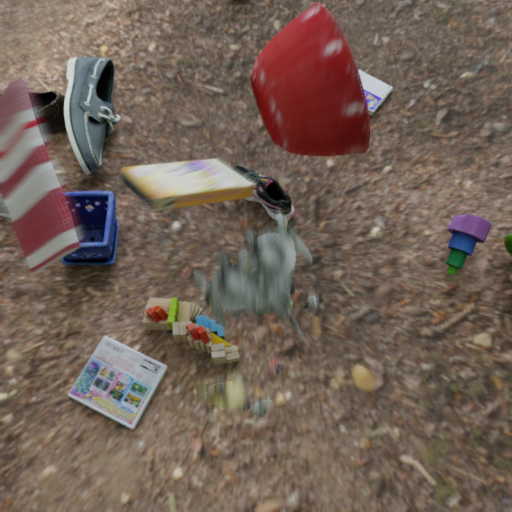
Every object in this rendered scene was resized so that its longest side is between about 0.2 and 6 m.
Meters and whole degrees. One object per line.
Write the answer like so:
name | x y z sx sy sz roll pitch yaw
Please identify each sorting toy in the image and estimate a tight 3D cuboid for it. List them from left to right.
sorting toy | 5.618 0.573 10.863 4.211 1.460 1.450 22 90 8

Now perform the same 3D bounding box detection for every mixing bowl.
mixing bowl | 0.758 -2.692 9.401 1.383 2.554 2.554 -22 66 -2

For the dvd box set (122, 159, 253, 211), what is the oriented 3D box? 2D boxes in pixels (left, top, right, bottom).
dvd box set | -0.974 -1.037 7.951 1.533 0.225 1.122 -12 34 -33

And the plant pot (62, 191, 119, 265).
plant pot | -3.402 -0.476 11.226 1.254 1.128 1.254 -1 64 -1

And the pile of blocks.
pile of blocks | -1.206 1.299 10.633 2.154 0.670 0.884 25 67 11

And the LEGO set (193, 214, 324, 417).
LEGO set | -0.058 0.702 7.911 1.943 0.848 2.992 -7 69 14

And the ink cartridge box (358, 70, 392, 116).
ink cartridge box | 2.609 -3.896 13.364 0.953 0.207 0.944 34 69 12

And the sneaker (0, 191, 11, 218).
sneaker | -5.536 -1.410 11.732 2.466 1.011 0.922 1 64 0

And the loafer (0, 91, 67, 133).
loafer | -5.557 -3.356 12.659 2.840 1.013 1.036 -8 65 -4

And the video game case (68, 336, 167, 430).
video game case | -2.562 2.335 10.423 1.397 0.165 1.272 24 67 10

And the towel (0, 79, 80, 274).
towel | -3.702 -1.194 9.160 0.310 1.964 2.726 -20 90 -41

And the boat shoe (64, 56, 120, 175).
boat shoe | -3.611 -3.270 12.543 1.007 1.187 3.260 -11 60 -1

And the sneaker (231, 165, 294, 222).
sneaker | 0.151 -1.476 11.921 1.712 0.739 0.688 34 68 16
